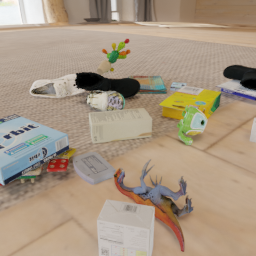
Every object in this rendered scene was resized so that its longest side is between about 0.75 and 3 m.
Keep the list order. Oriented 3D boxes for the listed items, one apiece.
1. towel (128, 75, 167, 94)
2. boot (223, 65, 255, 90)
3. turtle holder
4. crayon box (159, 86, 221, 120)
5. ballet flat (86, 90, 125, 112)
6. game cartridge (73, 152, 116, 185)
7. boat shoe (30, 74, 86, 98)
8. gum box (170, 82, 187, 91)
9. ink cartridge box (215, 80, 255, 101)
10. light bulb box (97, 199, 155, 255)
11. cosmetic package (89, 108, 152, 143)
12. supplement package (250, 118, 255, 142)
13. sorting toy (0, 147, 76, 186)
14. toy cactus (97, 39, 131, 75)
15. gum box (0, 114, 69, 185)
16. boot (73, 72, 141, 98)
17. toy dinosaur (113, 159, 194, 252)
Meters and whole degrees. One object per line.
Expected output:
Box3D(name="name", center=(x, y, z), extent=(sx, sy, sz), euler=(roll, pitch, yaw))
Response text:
Box3D(name="towel", center=(0.947, -2.370, 14.853), extent=(1.961, 0.290, 2.674), euler=(0, 26, -1))
Box3D(name="boot", center=(5.586, -2.393, 13.412), extent=(2.068, 0.765, 1.695), euler=(10, 32, 18))
Box3D(name="turtle holder", center=(2.079, -0.112, 9.114), extent=(0.823, 0.881, 1.159), euler=(22, 58, 5))
Box3D(name="crayon box", center=(2.555, -0.937, 11.457), extent=(1.744, 0.698, 2.747), euler=(16, 30, 28))
Box3D(name="ballet flat", center=(-1.058, -1.027, 11.053), extent=(0.974, 0.974, 2.708), euler=(-12, 14, -23))
Box3D(name="game cartridge", center=(-0.996, 1.107, 7.855), extent=(0.869, 0.264, 1.303), euler=(-13, 29, -31))
Box3D(name="boat shoe", center=(-3.159, -1.820, 13.038), extent=(2.818, 0.998, 0.977), euler=(-8, 26, 4))
Box3D(name="gum box", center=(2.609, -2.133, 14.474), extent=(0.724, 0.190, 0.853), euler=(8, 27, 15))
Box3D(name="ink cartridge box", center=(5.757, -1.794, 13.458), extent=(2.310, 0.469, 2.305), euler=(-21, 33, -36))
Box3D(name="light bulb box", center=(-0.020, 1.974, 5.230), extent=(0.975, 0.984, 0.614), euler=(6, 25, 12))
Box3D(name="cosmetic package", center=(-0.281, -0.108, 9.739), extent=(2.057, 0.731, 1.082), euler=(-5, 27, -10))
Box3D(name="supplement package", center=(4.588, 0.133, 9.292), extent=(0.896, 0.698, 0.497), euler=(12, 29, 23))
Box3D(name="sorting toy", center=(-2.907, 1.018, 7.724), extent=(2.916, 0.493, 1.406), euler=(-3, 25, -6))
Box3D(name="toy cactus", center=(-0.747, -2.734, 11.186), extent=(1.893, 0.968, 1.562), euler=(-26, 21, 49))
Box3D(name="gum box", center=(-3.200, 0.429, 7.625), extent=(2.408, 0.536, 2.046), euler=(17, 31, 32))
Box3D(name="boot", center=(-0.921, -1.932, 12.328), extent=(2.561, 0.948, 2.099), euler=(2, -3, 17))
Box3D(name="toy dinosaur", center=(0.399, 1.499, 6.365), extent=(1.941, 1.123, 2.139), euler=(-10, 33, 28))
